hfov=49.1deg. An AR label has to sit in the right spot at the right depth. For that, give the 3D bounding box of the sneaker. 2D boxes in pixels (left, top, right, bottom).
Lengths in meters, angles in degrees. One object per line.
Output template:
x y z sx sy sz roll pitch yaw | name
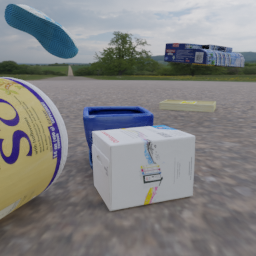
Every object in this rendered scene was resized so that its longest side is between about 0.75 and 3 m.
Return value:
-2.433 -2.954 8.404 2.349 0.899 0.949 35 27 -1 | sneaker

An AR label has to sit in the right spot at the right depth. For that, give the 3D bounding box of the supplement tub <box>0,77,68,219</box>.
-1.783 0.317 2.718 1.571 1.571 2.161 4 13 20 | supplement tub

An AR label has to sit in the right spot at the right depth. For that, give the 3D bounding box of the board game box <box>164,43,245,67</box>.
2.613 -2.349 9.047 2.065 0.637 2.067 -5 17 -28 | board game box

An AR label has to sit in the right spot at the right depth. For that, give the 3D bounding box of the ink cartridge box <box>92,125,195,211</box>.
0.171 0.468 3.759 1.156 0.836 0.851 -4 12 -21 | ink cartridge box

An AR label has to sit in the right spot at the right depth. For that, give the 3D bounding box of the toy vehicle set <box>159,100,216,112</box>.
2.606 -0.983 12.122 2.247 0.298 1.396 5 13 21 | toy vehicle set

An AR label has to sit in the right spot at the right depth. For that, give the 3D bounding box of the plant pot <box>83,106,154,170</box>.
-0.203 0.172 4.817 1.109 0.997 1.109 -2 12 -9 | plant pot
